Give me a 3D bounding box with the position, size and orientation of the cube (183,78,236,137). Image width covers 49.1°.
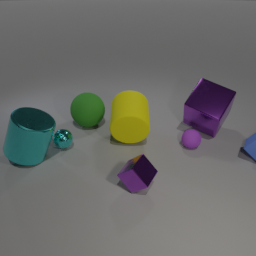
[{"bbox_3d":[3.059,-0.765,10.692,1.400,1.400,1.400,28,70,22],"label":"cube"}]

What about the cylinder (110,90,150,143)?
[{"bbox_3d":[0.068,-0.403,10.177,1.400,1.400,1.400,0,45,0],"label":"cylinder"}]

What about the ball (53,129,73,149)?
[{"bbox_3d":[-2.314,0.381,9.958,0.700,0.700,0.700,0,28,0],"label":"ball"}]

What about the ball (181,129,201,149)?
[{"bbox_3d":[2.275,0.391,10.066,0.700,0.700,0.700,0,28,0],"label":"ball"}]

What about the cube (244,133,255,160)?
[{"bbox_3d":[4.381,0.582,9.254,0.700,0.700,0.700,45,39,2],"label":"cube"}]

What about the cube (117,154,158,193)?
[{"bbox_3d":[0.271,1.282,7.911,0.700,0.700,0.700,-31,13,44],"label":"cube"}]

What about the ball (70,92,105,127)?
[{"bbox_3d":[-1.636,-0.745,11.395,1.400,1.400,1.400,0,28,0],"label":"ball"}]

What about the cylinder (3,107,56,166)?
[{"bbox_3d":[-3.224,0.261,9.155,1.400,1.400,1.400,20,27,-11],"label":"cylinder"}]
